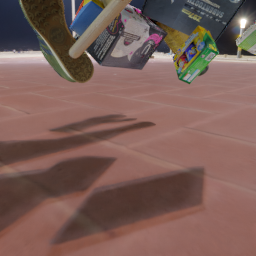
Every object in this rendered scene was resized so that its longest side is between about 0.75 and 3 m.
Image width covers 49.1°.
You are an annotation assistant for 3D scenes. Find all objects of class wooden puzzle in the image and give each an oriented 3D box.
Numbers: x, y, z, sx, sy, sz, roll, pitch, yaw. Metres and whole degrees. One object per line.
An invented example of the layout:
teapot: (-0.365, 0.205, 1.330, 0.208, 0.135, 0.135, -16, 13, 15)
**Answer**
wooden puzzle: (-0.236, -2.384, 4.383, 0.504, 2.175, 2.015, 30, -37, -26)

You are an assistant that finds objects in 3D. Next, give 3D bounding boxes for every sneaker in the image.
sneaker: (-2.026, -2.446, 7.150, 0.987, 2.942, 1.321, -38, 25, -23)

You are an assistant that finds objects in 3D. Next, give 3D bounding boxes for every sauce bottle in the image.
sauce bottle: (1.774, -2.883, 9.221, 0.967, 2.990, 0.967, -25, 41, 24)

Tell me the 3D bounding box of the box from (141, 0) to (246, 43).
box: (1.654, -3.296, 7.059, 2.226, 1.755, 0.568, 23, 52, -6)

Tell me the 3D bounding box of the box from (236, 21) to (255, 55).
box: (3.506, -2.101, 6.663, 1.451, 0.264, 1.047, 16, -30, -19)

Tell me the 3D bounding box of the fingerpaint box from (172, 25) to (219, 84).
fingerpaint box: (1.673, -1.853, 7.131, 0.408, 1.112, 0.928, 17, 47, -26)

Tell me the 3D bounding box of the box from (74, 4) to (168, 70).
box: (-0.112, -2.561, 7.758, 1.244, 1.433, 2.169, 47, 28, 17)
